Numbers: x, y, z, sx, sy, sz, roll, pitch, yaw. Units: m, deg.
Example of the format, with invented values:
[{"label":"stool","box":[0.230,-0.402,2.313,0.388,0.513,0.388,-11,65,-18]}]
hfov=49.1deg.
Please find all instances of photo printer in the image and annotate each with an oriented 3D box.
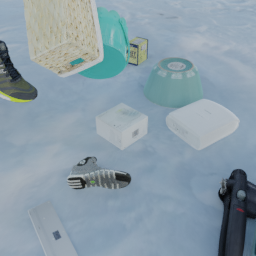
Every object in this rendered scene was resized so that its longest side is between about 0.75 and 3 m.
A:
[{"label":"photo printer","box":[2.457,-0.212,9.013,1.935,0.672,1.610,-22,43,-25]}]

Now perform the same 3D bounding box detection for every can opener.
[{"label":"can opener","box":[2.367,1.929,6.122,1.019,0.822,2.593,16,40,18]}]

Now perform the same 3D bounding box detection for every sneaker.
[{"label":"sneaker","box":[-0.735,1.090,7.402,1.648,0.618,0.952,-1,35,1]},{"label":"sneaker","box":[-3.455,-1.692,7.447,2.569,1.040,0.949,40,30,-16]}]

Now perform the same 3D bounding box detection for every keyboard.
[{"label":"keyboard","box":[-1.631,2.396,6.133,0.570,0.108,2.025,-17,41,-28]}]

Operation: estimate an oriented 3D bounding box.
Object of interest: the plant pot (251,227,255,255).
[{"label":"plant pot","box":[4.161,1.806,5.207,2.405,2.355,2.361,32,44,8]}]

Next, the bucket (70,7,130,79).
[{"label":"bucket","box":[-0.849,-2.366,8.142,1.884,1.884,1.226,-1,65,-1]}]

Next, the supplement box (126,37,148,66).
[{"label":"supplement box","box":[0.410,-3.617,13.176,0.664,0.989,0.988,22,43,26]}]

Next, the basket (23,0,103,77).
[{"label":"basket","box":[-1.650,-2.576,6.980,1.440,2.124,1.310,-16,-14,27]}]

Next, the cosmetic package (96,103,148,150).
[{"label":"cosmetic package","box":[-0.194,-0.093,8.831,1.179,0.724,1.175,29,46,34]}]

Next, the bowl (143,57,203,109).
[{"label":"bowl","box":[1.768,-1.881,10.743,2.352,1.230,2.352,-1,38,1]}]
